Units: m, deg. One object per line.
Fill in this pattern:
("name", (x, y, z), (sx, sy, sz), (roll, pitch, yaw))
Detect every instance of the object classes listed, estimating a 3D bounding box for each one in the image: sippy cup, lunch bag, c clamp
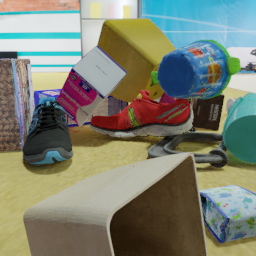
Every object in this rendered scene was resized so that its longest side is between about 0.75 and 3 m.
("sippy cup", (1.493, -1.322, 6.653), (1.423, 1.524, 1.941), (-19, -21, -44))
("lunch bag", (1.329, 1.051, 3.693), (0.688, 0.516, 0.810), (-4, 24, -15))
("c clamp", (1.891, 0.368, 6.594), (2.470, 0.392, 2.892), (7, 15, 30))

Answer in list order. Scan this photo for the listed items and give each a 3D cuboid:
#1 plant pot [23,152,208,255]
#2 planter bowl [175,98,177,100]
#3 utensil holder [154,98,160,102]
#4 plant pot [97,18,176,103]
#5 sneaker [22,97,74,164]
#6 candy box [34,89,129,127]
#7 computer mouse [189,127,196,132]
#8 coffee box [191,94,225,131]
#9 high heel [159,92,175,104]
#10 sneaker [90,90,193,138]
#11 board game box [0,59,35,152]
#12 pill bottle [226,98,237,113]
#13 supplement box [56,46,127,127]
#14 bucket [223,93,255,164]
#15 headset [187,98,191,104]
("plant pot", (-0.120, 1.019, 2.471), (1.179, 1.330, 1.331), (-4, 9, 36))
("planter bowl", (2.775, -1.446, 12.699), (1.684, 0.701, 1.684), (-8, -22, -3))
("utensil holder", (0.903, -1.418, 12.384), (1.105, 1.105, 1.301), (-7, 17, -26))
("plant pot", (0.376, -2.094, 9.370), (2.041, 2.314, 2.313), (40, 40, 23))
("sneaker", (-1.929, -0.010, 6.552), (1.060, 1.186, 2.896), (-4, 15, -18))
("candy box", (-1.718, -0.863, 10.206), (2.751, 1.060, 2.326), (-8, 18, -34))
("computer mouse", (1.816, -0.088, 8.927), (0.323, 0.187, 1.102), (-5, 16, -23))
("coffee box", (2.583, -0.762, 9.404), (0.808, 1.145, 2.026), (8, 18, 7))
("high heel", (1.429, -0.849, 9.912), (0.823, 1.173, 2.441), (1, 14, 2))
("sneaker", (0.313, -0.414, 7.765), (2.926, 1.242, 1.127), (-3, 8, 19))
("board game box", (-3.398, -0.763, 7.550), (1.305, 2.148, 2.694), (-3, 14, -10))
("pill bottle", (4.511, -0.824, 10.821), (1.237, 0.699, 0.699), (-1, 14, -8))
("supplement box", (-1.109, -1.064, 7.769), (1.099, 1.076, 2.127), (-53, 7, -31))
("bucket", (2.730, 0.031, 5.984), (1.388, 1.388, 0.903), (7, 33, 26))
("headset", (2.792, -0.942, 10.902), (1.146, 0.872, 1.856), (-10, 34, -33))
